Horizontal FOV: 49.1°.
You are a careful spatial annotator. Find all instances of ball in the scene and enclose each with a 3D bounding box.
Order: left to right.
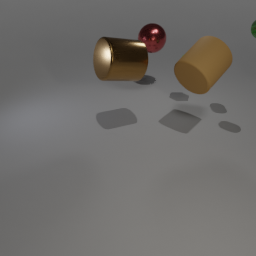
[{"bbox_3d":[1.182,-4.403,13.750,1.400,1.400,1.400,0,31,0],"label":"ball"}]

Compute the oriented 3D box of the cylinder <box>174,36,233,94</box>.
[{"bbox_3d":[2.499,-2.087,9.358,1.400,1.400,1.400,29,68,39],"label":"cylinder"}]

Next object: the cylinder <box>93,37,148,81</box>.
[{"bbox_3d":[-0.262,-2.286,9.423,1.400,1.400,1.400,-5,29,-31],"label":"cylinder"}]

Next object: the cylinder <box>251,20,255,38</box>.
[{"bbox_3d":[4.578,-3.358,9.307,0.700,0.700,0.700,-1,9,-2],"label":"cylinder"}]
